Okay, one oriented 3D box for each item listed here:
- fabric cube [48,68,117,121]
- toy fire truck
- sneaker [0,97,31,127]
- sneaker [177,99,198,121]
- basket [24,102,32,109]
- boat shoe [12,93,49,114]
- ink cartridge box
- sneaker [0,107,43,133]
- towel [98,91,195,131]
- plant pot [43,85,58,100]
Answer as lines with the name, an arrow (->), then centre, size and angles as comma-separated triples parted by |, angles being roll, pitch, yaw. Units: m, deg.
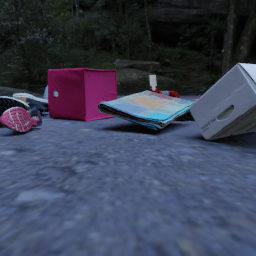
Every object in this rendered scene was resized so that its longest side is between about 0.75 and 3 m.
fabric cube -> -1.709, -1.293, 10.693 | 1.882, 1.852, 1.888 | 7, 10, 35
toy fire truck -> 1.527, -1.540, 12.775 | 1.532, 1.740, 1.120 | -3, 9, -20
sneaker -> -4.230, -0.515, 8.349 | 2.582, 0.909, 1.207 | -5, 15, -18
sneaker -> 2.456, -0.659, 10.166 | 2.036, 0.720, 0.995 | -7, 10, -30
basket -> -3.865, -0.557, 9.318 | 1.167, 0.793, 1.052 | 4, 22, -2
boat shoe -> -3.873, -0.839, 11.487 | 0.926, 0.772, 2.481 | -6, -5, 9
ink cartridge box -> 2.692, -0.581, 6.264 | 2.182, 0.910, 1.584 | -6, -29, -38
sneaker -> -2.790, -0.153, 7.220 | 0.585, 0.632, 1.567 | -14, -1, 8
towel -> 0.654, -0.653, 8.162 | 1.977, 0.293, 2.697 | 18, 25, 28
plant pot -> -3.643, -1.547, 14.220 | 1.318, 1.346, 1.322 | -1, 9, -14
